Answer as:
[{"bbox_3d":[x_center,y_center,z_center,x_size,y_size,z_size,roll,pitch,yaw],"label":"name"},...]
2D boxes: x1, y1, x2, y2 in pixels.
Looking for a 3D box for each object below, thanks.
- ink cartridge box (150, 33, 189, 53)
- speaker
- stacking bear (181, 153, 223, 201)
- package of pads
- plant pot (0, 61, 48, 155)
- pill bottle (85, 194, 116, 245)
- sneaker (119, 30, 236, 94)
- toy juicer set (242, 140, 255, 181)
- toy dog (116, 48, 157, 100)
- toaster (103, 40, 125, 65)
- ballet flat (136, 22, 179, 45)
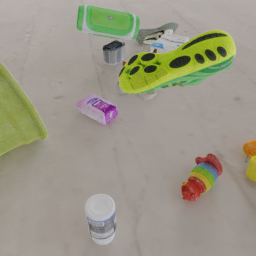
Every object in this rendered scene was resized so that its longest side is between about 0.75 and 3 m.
[{"bbox_3d":[1.909,-3.588,12.397,1.193,0.687,2.059,19,43,22],"label":"ink cartridge box"},{"bbox_3d":[-0.669,-3.525,9.403,2.020,0.893,0.893,5,38,-15],"label":"speaker"},{"bbox_3d":[1.670,1.231,6.568,1.144,0.695,0.651,-41,94,-30],"label":"stacking bear"},{"bbox_3d":[-0.977,-0.621,8.942,1.210,0.458,0.729,28,49,30],"label":"package of pads"},{"bbox_3d":[-3.874,-0.120,6.900,2.566,2.791,2.791,-39,52,-23],"label":"plant pot"},{"bbox_3d":[-0.518,1.822,5.505,0.577,1.014,0.577,0,40,0],"label":"pill bottle"},{"bbox_3d":[0.896,-1.071,5.493,2.384,0.996,0.883,-10,65,27],"label":"sneaker"},{"bbox_3d":[4.238,0.767,7.150,2.598,0.707,1.653,-3,25,8],"label":"toy juicer set"},{"bbox_3d":[0.553,-2.147,10.281,1.537,1.122,2.330,14,41,16],"label":"toy dog"},{"bbox_3d":[-0.608,-3.149,11.797,0.669,0.761,1.178,24,44,28],"label":"toaster"},{"bbox_3d":[1.491,-4.491,13.607,2.441,0.822,0.777,-17,70,-18],"label":"ballet flat"}]
